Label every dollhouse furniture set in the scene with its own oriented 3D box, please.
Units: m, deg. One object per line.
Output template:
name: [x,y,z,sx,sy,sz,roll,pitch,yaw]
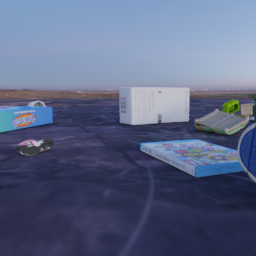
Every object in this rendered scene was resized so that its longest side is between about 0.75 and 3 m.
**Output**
dollhouse furniture set: [3.481,-0.127,8.906,2.714,1.048,1.356,-25,25,-24]

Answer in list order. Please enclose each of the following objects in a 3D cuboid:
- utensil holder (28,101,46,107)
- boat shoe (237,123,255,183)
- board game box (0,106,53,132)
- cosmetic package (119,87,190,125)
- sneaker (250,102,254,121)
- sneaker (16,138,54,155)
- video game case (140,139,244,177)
utensil holder: [-4.833,-1.049,14.749,0.730,0.730,0.859,-6,7,-37]
boat shoe: [2.467,0.489,2.701,2.639,0.953,0.955,16,10,30]
board game box: [-4.367,-0.352,9.543,2.229,0.659,2.931,3,8,21]
cosmetic package: [1.078,-0.909,11.024,2.804,1.426,1.038,-5,9,-29]
sneaker: [5.990,-0.768,11.535,2.374,0.974,0.833,-5,9,-33]
sneaker: [-1.885,0.399,5.607,0.332,0.309,0.768,-15,-8,38]
video game case: [1.259,0.476,5.149,1.423,0.177,1.988,-3,8,-21]
